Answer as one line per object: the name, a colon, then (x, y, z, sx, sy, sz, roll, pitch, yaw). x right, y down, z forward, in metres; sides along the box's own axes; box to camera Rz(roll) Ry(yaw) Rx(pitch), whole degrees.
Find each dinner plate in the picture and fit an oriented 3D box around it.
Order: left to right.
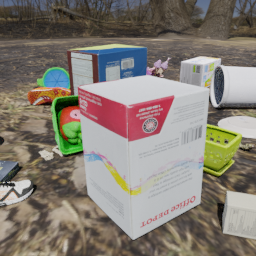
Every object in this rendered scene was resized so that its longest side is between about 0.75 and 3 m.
dinner plate: (4.755, -0.128, 11.247, 2.166, 0.263, 2.166, 0, 21, 0)

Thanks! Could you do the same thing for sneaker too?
sneaker: (-3.059, 1.542, 6.806, 1.545, 0.618, 0.570, -16, 26, -36)
sneaker: (-3.537, -1.637, 13.748, 2.911, 1.062, 1.123, 10, 27, 21)

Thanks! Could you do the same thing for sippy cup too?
sippy cup: (-3.906, -2.624, 15.741, 2.017, 1.584, 1.478, 32, 7, -12)

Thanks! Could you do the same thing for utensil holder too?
utensil holder: (5.366, -1.931, 13.342, 2.337, 1.986, 1.986, 1, 23, -3)

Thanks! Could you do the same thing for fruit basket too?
fruit basket: (-1.001, -0.095, 9.205, 2.903, 2.094, 2.903, -6, 8, 1)

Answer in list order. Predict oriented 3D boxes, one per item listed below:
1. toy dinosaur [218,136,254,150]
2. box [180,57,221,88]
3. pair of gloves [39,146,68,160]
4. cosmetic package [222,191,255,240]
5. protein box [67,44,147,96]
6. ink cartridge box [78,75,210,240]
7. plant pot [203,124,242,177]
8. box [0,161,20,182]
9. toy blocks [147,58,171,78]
toy dinosaur: (3.458, 0.429, 9.718, 0.775, 0.417, 1.759, 4, 18, -30)
box: (4.491, -3.424, 17.278, 1.431, 1.588, 2.824, 16, 28, 34)
pair of gloves: (-2.452, 0.802, 9.152, 0.794, 0.139, 0.675, -14, 27, -28)
cosmetic package: (2.786, 1.872, 5.801, 1.509, 0.781, 0.552, 8, 24, 15)
protein box: (-0.805, -1.964, 12.132, 1.950, 2.890, 2.869, 20, 30, 39)
ink cartridge box: (0.304, 0.468, 6.418, 2.104, 2.896, 2.094, -15, 24, -32)
plant pot: (2.498, 0.675, 8.221, 1.206, 1.095, 1.200, 19, 29, 37)
box: (-3.730, 1.311, 7.711, 0.966, 0.313, 1.225, 4, 23, 7)
toy blocks: (1.128, -2.848, 14.589, 2.079, 1.872, 2.224, -22, 61, -40)
